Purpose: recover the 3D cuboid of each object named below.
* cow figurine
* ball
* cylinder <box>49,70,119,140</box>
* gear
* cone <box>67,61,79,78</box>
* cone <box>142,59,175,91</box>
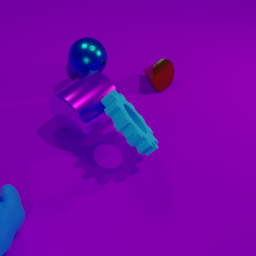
[{"bbox_3d":[-2.304,2.009,4.891,0.889,1.594,1.620,-17,12,17],"label":"cow figurine"},{"bbox_3d":[-1.140,-2.004,7.974,1.115,1.115,1.115,0,48,0],"label":"ball"},{"bbox_3d":[-1.084,-0.589,7.188,1.332,1.332,1.332,31,55,25],"label":"cylinder"},{"bbox_3d":[0.060,-0.123,6.207,0.295,1.596,1.596,-38,50,13],"label":"gear"},{"bbox_3d":[-1.325,-2.058,9.125,0.991,0.988,0.988,3,41,-34],"label":"cone"},{"bbox_3d":[0.767,-1.726,8.733,0.965,0.965,0.969,-34,36,-27],"label":"cone"}]
